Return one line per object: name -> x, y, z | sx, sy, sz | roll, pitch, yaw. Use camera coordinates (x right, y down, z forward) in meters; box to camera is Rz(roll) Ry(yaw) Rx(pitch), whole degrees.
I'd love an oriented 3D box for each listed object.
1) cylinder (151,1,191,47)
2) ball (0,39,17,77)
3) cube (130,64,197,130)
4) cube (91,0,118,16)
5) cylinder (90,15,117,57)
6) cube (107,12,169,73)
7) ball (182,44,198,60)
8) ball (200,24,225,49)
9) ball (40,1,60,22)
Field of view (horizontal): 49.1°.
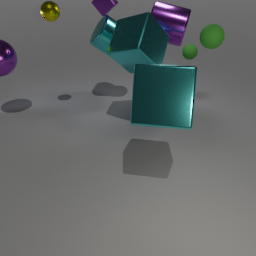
cylinder -> 1.570, -4.031, 10.861 | 1.400, 1.400, 1.400 | 17, 31, 6
ball -> -4.968, -2.670, 10.678 | 1.400, 1.400, 1.400 | 0, 29, 0
cube -> 0.899, -0.737, 6.914 | 1.400, 1.400, 1.400 | 5, 3, 10
cube -> -0.925, -5.072, 11.327 | 0.700, 0.700, 0.700 | -35, 17, 26
cylinder -> -0.692, -3.831, 11.977 | 1.400, 1.400, 1.400 | 27, 18, -26
cube -> 0.372, -2.866, 9.667 | 1.400, 1.400, 1.400 | 5, -17, 40
ball -> 2.837, -3.480, 12.812 | 0.700, 0.700, 0.700 | 0, 29, 0
ball -> 2.441, -2.658, 8.138 | 0.700, 0.700, 0.700 | 0, 29, 0
ball -> -2.781, -4.164, 10.007 | 0.700, 0.700, 0.700 | 0, 29, 0
